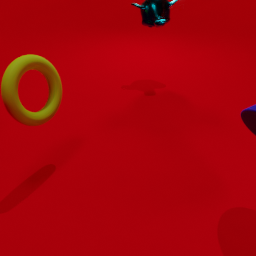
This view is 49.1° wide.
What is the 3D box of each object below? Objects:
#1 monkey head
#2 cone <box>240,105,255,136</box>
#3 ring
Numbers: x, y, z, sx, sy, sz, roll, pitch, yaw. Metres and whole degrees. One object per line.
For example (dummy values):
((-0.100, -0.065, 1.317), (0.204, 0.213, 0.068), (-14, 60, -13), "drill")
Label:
((1.019, -4.132, 9.937), (1.756, 1.058, 1.263), (-8, 24, -4), "monkey head")
((3.218, -0.420, 4.982), (1.633, 1.627, 1.627), (-50, 49, -1), "cone")
((-2.048, -0.807, 6.131), (0.309, 1.547, 1.547), (6, 35, 31), "ring")
